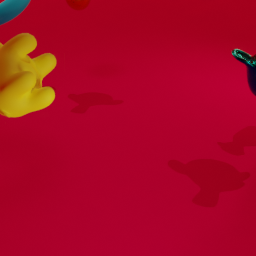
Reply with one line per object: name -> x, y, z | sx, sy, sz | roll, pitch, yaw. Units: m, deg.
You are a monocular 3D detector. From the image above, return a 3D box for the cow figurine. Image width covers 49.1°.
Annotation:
cow figurine -> -1.132, -0.453, 2.567 | 0.946, 0.527, 0.961 | -22, 55, 19

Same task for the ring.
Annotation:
ring -> -2.937, -2.877, 6.128 | 1.784, 0.357, 1.784 | -5, 61, 9

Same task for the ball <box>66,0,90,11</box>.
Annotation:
ball -> -1.632, -4.275, 9.122 | 0.829, 0.829, 0.829 | 0, 33, 0

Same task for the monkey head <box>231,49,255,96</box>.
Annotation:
monkey head -> 2.903, -0.957, 5.545 | 1.931, 1.163, 1.389 | 50, 50, -1
